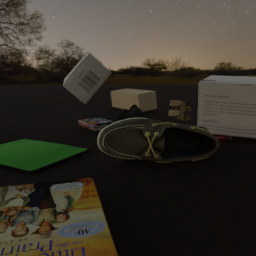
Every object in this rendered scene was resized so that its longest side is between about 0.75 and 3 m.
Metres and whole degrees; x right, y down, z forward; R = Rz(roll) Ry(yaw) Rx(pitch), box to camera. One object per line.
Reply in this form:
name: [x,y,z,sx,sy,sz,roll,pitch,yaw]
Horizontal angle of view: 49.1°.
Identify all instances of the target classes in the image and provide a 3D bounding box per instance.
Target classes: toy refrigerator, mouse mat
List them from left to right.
mouse mat: [-2.503,0.605,6.943,2.538,0.096,2.042,5,12,29]
toy refrigerator: [0.247,-1.521,15.391,1.130,1.042,2.977,-14,16,-29]

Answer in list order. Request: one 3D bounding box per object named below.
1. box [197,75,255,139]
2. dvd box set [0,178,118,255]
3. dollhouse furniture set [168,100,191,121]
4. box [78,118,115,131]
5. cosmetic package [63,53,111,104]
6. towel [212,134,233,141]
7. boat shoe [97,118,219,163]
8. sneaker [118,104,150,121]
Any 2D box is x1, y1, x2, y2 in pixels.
box: [3.629,-0.768,8.877,2.439,1.602,2.452,7,17,24]
dvd box set: [-1.082,1.189,3.273,1.645,0.330,2.248,-4,11,-13]
dollhouse furniture set: [1.685,-0.316,8.458,0.641,0.965,0.846,4,-7,34]
box: [-1.125,-0.147,10.200,0.916,0.267,1.339,-8,12,-33]
cosmetic package: [-1.539,-1.844,10.042,1.015,1.394,2.742,40,2,-19]
towel: [2.060,0.221,8.569,1.863,0.212,1.342,-5,13,-26]
boat shoe: [0.701,0.283,6.254,2.707,0.968,0.809,1,5,-14]
sneaker: [0.163,-0.270,10.070,0.845,0.707,1.862,33,-11,-13]
